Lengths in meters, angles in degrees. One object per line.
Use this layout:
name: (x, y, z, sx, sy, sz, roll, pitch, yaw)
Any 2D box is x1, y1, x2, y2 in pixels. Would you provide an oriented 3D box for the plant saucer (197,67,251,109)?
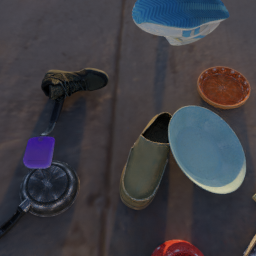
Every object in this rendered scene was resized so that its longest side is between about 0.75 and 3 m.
plant saucer: (2.810, -1.184, 8.297, 1.529, 0.247, 1.529, 0, 58, -1)

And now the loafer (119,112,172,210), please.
loafer: (0.489, 0.640, 6.784, 1.000, 0.887, 2.631, 16, 60, 9)

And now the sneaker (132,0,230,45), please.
sneaker: (1.137, -2.380, 6.350, 2.823, 1.140, 1.080, -17, 77, -39)

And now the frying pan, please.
frying pan: (-2.297, 1.547, 6.581, 2.341, 0.381, 1.416, -21, 60, -16)

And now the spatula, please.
spatula: (-2.069, -0.052, 7.380, 0.737, 0.268, 2.607, -2, 44, 9)

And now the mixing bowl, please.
mixing bowl: (1.058, 2.861, 5.522, 1.349, 0.731, 1.349, 0, 59, 1)

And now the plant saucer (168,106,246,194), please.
plant saucer: (1.843, 0.536, 6.818, 2.293, 0.441, 2.293, 14, 56, -21)

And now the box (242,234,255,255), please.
box: (2.670, 3.202, 5.492, 1.257, 0.397, 2.284, 38, 65, 21)

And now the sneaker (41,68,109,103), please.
sneaker: (-1.529, -1.166, 7.857, 1.929, 0.737, 1.105, 2, 40, 4)

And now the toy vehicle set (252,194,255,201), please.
toy vehicle set: (3.398, 1.767, 6.551, 0.508, 0.108, 0.817, -35, 64, -19)
